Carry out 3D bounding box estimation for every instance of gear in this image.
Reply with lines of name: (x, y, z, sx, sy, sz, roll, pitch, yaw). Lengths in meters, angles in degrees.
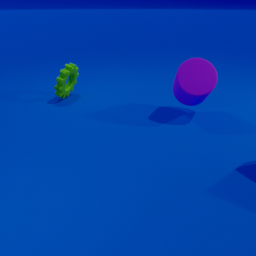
gear: (-1.991, -1.537, 9.149, 0.213, 1.153, 1.153, 25, 30, 8)

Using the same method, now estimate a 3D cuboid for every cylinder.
cylinder: (1.792, -1.224, 7.654, 1.042, 1.042, 1.042, 2, -10, 4)
